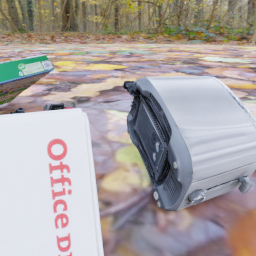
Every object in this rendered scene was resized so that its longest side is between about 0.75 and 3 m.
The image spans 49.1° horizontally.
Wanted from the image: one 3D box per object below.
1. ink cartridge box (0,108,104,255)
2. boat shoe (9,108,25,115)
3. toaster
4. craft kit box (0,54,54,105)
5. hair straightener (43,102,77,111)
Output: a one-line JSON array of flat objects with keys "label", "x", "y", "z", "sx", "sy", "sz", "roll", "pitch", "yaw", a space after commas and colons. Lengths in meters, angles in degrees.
[{"label": "ink cartridge box", "x": -1.811, "y": 1.006, "z": 2.715, "sx": 2.930, "sy": 2.139, "sz": 1.235, "roll": -5, "pitch": 1, "yaw": -17}, {"label": "boat shoe", "x": -3.769, "y": -0.539, "z": 9.561, "sx": 0.792, "sy": 0.359, "sz": 0.280, "roll": 13, "pitch": 25, "yaw": 31}, {"label": "toaster", "x": 1.138, "y": 0.059, "z": 5.324, "sx": 1.846, "sy": 1.624, "sz": 2.859, "roll": -7, "pitch": 46, "yaw": -18}, {"label": "craft kit box", "x": -4.239, "y": -1.233, "z": 8.852, "sx": 2.827, "sy": 0.694, "sz": 2.862, "roll": -27, "pitch": 5, "yaw": 33}, {"label": "hair straightener", "x": -2.270, "y": -0.710, "z": 9.332, "sx": 0.978, "sy": 0.520, "sz": 2.541, "roll": 19, "pitch": 13, "yaw": -2}]
